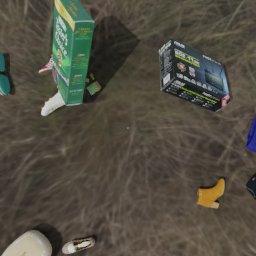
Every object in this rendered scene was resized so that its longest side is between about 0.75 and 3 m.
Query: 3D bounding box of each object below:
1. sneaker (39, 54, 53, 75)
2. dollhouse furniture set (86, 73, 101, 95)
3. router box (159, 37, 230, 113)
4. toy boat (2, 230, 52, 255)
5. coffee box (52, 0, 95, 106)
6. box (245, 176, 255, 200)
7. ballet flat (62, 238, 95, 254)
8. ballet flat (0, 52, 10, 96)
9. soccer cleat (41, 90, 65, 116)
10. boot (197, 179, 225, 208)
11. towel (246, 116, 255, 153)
[{"bbox_3d":[-2.541,-2.092,9.145,0.880,0.314,0.495,-24,81,-12],"label":"sneaker"},{"bbox_3d":[-1.239,-1.504,9.005,0.404,0.312,0.808,-35,79,-7],"label":"dollhouse furniture set"},{"bbox_3d":[1.807,-1.430,7.653,1.952,0.606,1.463,17,55,-24],"label":"router box"},{"bbox_3d":[-2.542,3.865,7.536,1.908,0.887,1.604,42,76,17],"label":"toy boat"},{"bbox_3d":[-1.633,-2.127,7.817,0.576,2.619,1.610,-10,51,-27],"label":"coffee box"},{"bbox_3d":[4.521,1.366,7.321,1.309,1.507,2.281,40,101,4],"label":"box"},{"bbox_3d":[-1.409,3.296,7.861,0.959,0.322,0.326,-18,77,-4],"label":"ballet flat"},{"bbox_3d":[-4.175,-1.684,9.005,0.566,0.566,1.572,-14,77,-3],"label":"ballet flat"},{"bbox_3d":[-2.214,-0.804,8.797,0.468,0.418,1.206,38,76,9],"label":"soccer cleat"},{"bbox_3d":[2.399,1.850,8.189,0.666,0.328,0.931,18,83,-1],"label":"boot"},{"bbox_3d":[5.232,0.255,8.443,2.940,0.728,2.171,26,85,6],"label":"towel"}]
